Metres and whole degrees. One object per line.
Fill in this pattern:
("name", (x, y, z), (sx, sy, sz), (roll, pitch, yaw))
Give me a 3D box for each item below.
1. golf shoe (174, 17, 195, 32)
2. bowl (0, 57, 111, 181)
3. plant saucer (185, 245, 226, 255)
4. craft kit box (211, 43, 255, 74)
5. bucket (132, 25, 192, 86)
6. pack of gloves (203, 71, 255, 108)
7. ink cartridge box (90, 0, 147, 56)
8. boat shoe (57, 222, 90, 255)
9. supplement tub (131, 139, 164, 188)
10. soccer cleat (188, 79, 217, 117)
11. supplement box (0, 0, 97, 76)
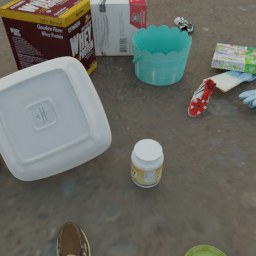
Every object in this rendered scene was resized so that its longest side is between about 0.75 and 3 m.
("golf shoe", (2.611, -4.956, 13.438), (0.579, 0.476, 1.225), (-33, 53, -28))
("bowl", (-2.054, -0.253, 7.068), (2.888, 1.080, 2.892), (-22, 90, -6))
("plant saucer", (1.650, 2.988, 5.780), (1.078, 0.167, 1.078), (0, 45, 0))
("craft kit box", (4.330, -2.800, 11.166), (1.786, 0.433, 1.764), (12, 41, 15))
("bucket", (1.209, -2.732, 10.543), (2.237, 1.455, 2.237), (0, 45, 0))
("pack of gloves", (4.452, -1.449, 10.103), (2.742, 0.541, 2.303), (-24, 42, -29))
("ink cartridge box", (-0.766, -4.187, 11.463), (2.949, 2.164, 1.222), (0, 44, -1))
("boat shoe", (-1.081, 2.696, 5.694), (0.689, 0.690, 1.865), (-13, 47, -13))
("supplement tub", (0.485, 0.906, 7.162), (0.810, 1.122, 0.810), (0, 45, 0))
("soccer cleat", (2.447, -0.994, 9.512), (0.543, 0.674, 1.582), (34, 72, -8))
("supplement box", (-2.699, -3.155, 10.066), (2.536, 2.571, 1.707), (15, 45, 17))
